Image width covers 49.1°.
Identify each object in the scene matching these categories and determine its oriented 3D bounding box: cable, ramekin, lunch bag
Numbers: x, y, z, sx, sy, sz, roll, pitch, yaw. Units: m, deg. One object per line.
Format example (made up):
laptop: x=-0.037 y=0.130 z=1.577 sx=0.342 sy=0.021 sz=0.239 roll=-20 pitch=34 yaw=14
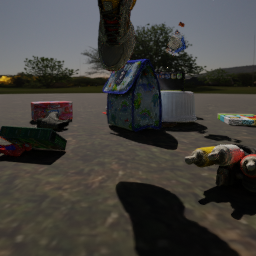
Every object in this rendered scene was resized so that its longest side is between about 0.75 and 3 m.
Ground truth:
cable: x=2.263 y=0.520 z=5.276 sx=1.417 sy=0.734 sz=2.917 roll=7 pitch=11 yaw=34
ramekin: x=1.734 y=-0.972 z=12.472 sx=2.621 sy=1.278 sz=2.621 roll=1 pitch=6 yaw=0
lunch bag: x=0.147 y=-1.300 z=10.829 sx=1.648 sy=2.586 sz=2.198 roll=-5 pitch=11 yaw=-30

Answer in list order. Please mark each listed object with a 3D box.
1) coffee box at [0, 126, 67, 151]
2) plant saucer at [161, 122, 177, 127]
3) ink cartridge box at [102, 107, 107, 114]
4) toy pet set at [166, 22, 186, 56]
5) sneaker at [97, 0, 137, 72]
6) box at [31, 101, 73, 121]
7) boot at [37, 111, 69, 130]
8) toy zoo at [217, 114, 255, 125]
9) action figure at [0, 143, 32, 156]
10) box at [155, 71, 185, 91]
coffee box: x=-2.383 y=0.272 z=7.086 sx=1.450 sy=0.319 sz=0.892 roll=4 pitch=-20 yaw=15
plant saucer: x=1.504 y=-0.177 z=11.509 sx=1.037 sy=0.166 sz=1.037 roll=-1 pitch=9 yaw=0
ink cartridge box: x=-0.203 y=-1.023 z=15.873 sx=2.200 sy=0.479 sz=1.910 roll=-3 pitch=11 yaw=-20
toy pet set: x=2.316 y=-3.886 z=12.534 sx=0.775 sy=1.459 sz=1.362 roll=27 pitch=25 yaw=2
sneaker: x=-0.376 y=-2.582 z=6.527 sx=0.967 sy=2.485 sz=1.021 roll=7 pitch=12 yaw=17
box: x=-3.633 y=-0.826 z=13.359 sx=1.799 sy=0.852 sz=0.923 roll=-5 pitch=10 yaw=-29
boot: x=-2.777 y=-0.228 z=11.031 sx=1.051 sy=0.545 sz=1.608 roll=6 pitch=17 yaw=9
toy zoo: x=5.093 y=-0.378 z=12.446 sx=1.668 sy=0.260 sz=2.542 roll=1 pitch=9 yaw=5
action figure: x=-3.126 y=0.507 z=6.578 sx=1.642 sy=0.424 sz=0.537 roll=-1 pitch=6 yaw=-24
box: x=2.035 y=-2.067 z=16.284 sx=2.494 sy=2.408 sz=0.592 roll=4 pitch=8 yaw=16
